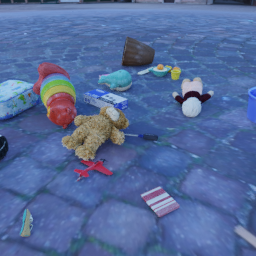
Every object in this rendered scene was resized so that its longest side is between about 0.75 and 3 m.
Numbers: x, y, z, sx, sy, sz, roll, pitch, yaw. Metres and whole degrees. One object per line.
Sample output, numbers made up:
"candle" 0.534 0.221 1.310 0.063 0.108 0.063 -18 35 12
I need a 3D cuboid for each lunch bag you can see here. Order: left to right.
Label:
"lunch bag" -5.094 -1.250 11.814 1.892 0.970 2.353 12 31 19

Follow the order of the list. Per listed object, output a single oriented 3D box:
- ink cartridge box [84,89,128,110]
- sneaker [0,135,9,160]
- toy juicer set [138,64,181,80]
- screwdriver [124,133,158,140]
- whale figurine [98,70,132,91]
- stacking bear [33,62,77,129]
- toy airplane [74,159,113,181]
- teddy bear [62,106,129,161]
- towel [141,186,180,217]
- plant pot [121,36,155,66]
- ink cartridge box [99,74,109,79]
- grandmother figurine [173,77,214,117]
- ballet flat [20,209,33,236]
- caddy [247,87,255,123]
"ink cartridge box" -0.999 -1.213 12.323 1.894 0.419 0.890 24 36 36
"sneaker" -4.527 0.952 8.126 0.923 0.861 2.329 -1 21 17
"toy juicer set" 1.916 -3.392 16.029 2.388 0.650 1.519 10 31 19
"screwdriver" 0.217 0.289 9.837 1.669 0.233 0.243 1 60 6
"whale figurine" -0.646 -2.455 13.916 1.687 0.875 1.342 9 45 14
"stacking bear" -2.721 -1.140 10.957 1.470 1.569 2.584 5 41 -31
"toy airplane" -1.080 1.175 8.214 1.201 0.221 1.201 -1 28 1
"teddy bear" -1.007 0.046 9.318 2.526 0.843 1.831 -27 45 -24
"towel" 0.801 1.857 7.118 0.633 0.100 0.879 -17 32 -24
"plant pot" 0.667 -4.621 17.428 1.889 1.765 1.765 10 28 -7
"ink cartridge box" -0.707 -2.735 15.256 1.581 0.293 0.749 -10 30 -22
"grandmother figurine" 2.849 -1.363 12.272 1.751 0.875 2.888 -12 27 22
"ballet flat" -2.310 2.189 6.437 0.236 0.258 0.750 21 25 -22
"caddy" 5.922 -0.875 10.694 1.908 1.417 2.699 -24 37 -37
